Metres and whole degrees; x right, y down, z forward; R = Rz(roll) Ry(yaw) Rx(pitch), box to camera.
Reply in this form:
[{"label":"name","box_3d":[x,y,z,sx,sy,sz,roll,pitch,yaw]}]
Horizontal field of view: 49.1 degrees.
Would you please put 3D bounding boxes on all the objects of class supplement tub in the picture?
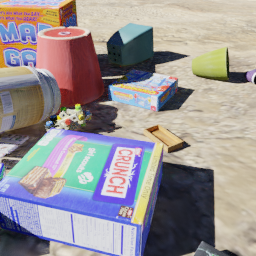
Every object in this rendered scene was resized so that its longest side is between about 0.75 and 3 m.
[{"label":"supplement tub","box_3d":[-3.365,-0.825,8.004,1.763,1.763,2.437,24,29,34]}]

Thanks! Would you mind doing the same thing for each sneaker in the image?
[{"label":"sneaker","box_3d":[5.720,-2.335,11.723,1.825,0.691,0.799,-11,28,-18]}]

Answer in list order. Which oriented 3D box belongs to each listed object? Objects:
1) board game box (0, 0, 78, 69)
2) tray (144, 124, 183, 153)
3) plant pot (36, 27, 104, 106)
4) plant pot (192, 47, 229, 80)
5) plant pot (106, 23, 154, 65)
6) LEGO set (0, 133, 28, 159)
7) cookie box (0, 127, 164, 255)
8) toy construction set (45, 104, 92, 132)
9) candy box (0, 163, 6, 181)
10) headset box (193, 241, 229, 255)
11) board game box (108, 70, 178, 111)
[{"label":"board game box","box_3d":[-3.867,-4.011,12.317,2.836,2.837,2.839,3,32,3]},{"label":"tray","box_3d":[0.978,0.273,7.907,0.544,0.204,1.103,-19,36,-27]},{"label":"plant pot","box_3d":[-2.181,-2.350,10.210,2.560,2.265,2.560,0,31,0]},{"label":"plant pot","box_3d":[3.456,-2.631,11.788,1.425,1.333,1.333,-2,29,25]},{"label":"plant pot","box_3d":[0.026,-3.975,13.693,1.506,1.507,2.132,24,47,33]},{"label":"LEGO set","box_3d":[-4.067,0.569,7.435,2.252,0.553,1.682,5,20,6]},{"label":"cookie box","box_3d":[-0.791,1.123,5.711,2.735,1.028,2.339,8,32,12]},{"label":"toy construction set","box_3d":[-1.624,-0.176,7.649,1.096,0.770,1.671,-9,10,2]},{"label":"candy box","box_3d":[-3.312,1.584,5.242,1.656,0.755,1.959,-4,33,-9]},{"label":"headset box","box_3d":[1.323,2.323,4.389,0.851,0.395,0.741,21,38,30]},{"label":"board game box","box_3d":[0.594,-1.461,10.364,1.979,0.553,1.938,16,35,24]}]
